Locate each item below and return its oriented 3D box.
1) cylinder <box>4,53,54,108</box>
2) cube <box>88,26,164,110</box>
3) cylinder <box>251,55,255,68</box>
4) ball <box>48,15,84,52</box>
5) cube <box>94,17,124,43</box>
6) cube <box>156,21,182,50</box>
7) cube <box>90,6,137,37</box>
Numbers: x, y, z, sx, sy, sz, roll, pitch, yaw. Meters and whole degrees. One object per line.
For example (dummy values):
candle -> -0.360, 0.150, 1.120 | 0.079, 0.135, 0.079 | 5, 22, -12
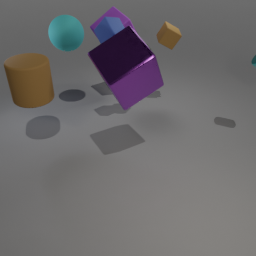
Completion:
cylinder -> -3.270, -1.603, 9.390 | 1.400, 1.400, 1.400 | 1, 35, 0
cube -> -0.031, -1.642, 7.855 | 1.400, 1.400, 1.400 | -33, 61, 1
cylinder -> 4.559, -2.143, 9.179 | 0.700, 0.700, 0.700 | 37, 30, -13
ball -> -2.473, -3.803, 11.264 | 1.400, 1.400, 1.400 | 0, 31, 0
cube -> -0.570, -3.189, 9.353 | 0.700, 0.700, 0.700 | -20, 79, -47
cube -> 1.675, -3.795, 11.512 | 0.700, 0.700, 0.700 | 21, 38, -22
cube -> -0.548, -4.184, 12.459 | 1.400, 1.400, 1.400 | -41, 56, 2
